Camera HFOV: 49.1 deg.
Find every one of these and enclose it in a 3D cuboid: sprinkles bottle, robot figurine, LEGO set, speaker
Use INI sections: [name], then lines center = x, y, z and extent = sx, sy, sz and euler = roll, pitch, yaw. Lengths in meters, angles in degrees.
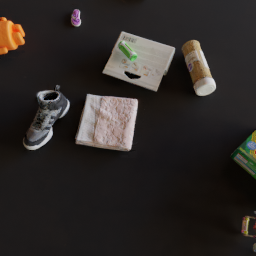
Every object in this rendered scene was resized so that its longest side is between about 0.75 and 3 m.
[sprinkles bottle]
center = 3.064, -2.657, 12.288
extent = 0.861, 0.861, 2.524
euler = -8, 62, -4
[robot figurine]
center = -5.961, -4.219, 12.871
extent = 2.227, 1.602, 1.299
euler = -6, 19, -3
[LEGO set]
center = 4.501, 3.107, 9.468
extent = 0.977, 0.791, 2.125
euler = 46, 61, -16
[speaker]
center = -0.023, -3.376, 12.271
extent = 0.429, 0.429, 0.969
euler = -35, 73, -17

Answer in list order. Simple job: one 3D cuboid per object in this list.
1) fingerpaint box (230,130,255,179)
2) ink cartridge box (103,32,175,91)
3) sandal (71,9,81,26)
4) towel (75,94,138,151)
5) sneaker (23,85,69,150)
[fingerpaint box]
center = 5.430, 1.106, 10.282
extent = 1.993, 0.876, 2.389
euler = -37, 68, -18
[ink cartridge box]
center = 0.498, -2.927, 12.600
extent = 2.631, 0.573, 2.283
euler = 21, 77, 10
[sandal]
center = -2.655, -5.624, 14.172
extent = 0.466, 0.281, 1.145
euler = -7, 62, -3
[towel]
center = -0.819, -0.290, 11.310
extent = 2.216, 0.374, 2.321
euler = 7, 63, 4
[sneaker]
center = -3.282, -0.488, 10.772
extent = 0.983, 1.483, 2.606
euler = 24, 65, 13
